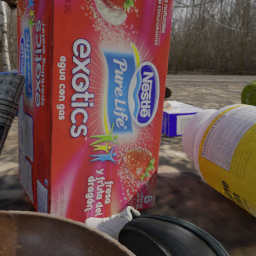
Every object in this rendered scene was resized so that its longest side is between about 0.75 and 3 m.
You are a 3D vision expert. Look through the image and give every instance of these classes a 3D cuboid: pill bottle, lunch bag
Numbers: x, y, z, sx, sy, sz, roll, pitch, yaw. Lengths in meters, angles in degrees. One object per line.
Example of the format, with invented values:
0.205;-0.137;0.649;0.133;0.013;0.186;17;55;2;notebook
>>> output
1.578;0.371;3.389;1.218;1.218;2.174;-4;14;-18;pill bottle
-3.452;-1.509;10.499;1.751;1.705;2.577;5;15;21;lunch bag

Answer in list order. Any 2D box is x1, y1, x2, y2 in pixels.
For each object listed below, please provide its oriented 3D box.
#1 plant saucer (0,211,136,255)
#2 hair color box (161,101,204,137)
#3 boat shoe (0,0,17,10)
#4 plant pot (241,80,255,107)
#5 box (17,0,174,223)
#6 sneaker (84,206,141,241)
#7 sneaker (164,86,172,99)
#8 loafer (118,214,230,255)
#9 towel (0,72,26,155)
-1.118;1.257;1.096;2.866;0.494;2.866;-2;14;1;plant saucer
1.225;-0.316;7.728;1.100;0.653;2.013;-4;12;-15;hair color box
-3.055;-3.821;7.789;1.035;1.033;2.797;-36;-11;26;boat shoe
4.741;-1.078;9.086;1.740;1.807;1.807;-17;18;-16;plant pot
-0.495;-0.513;3.382;1.381;2.894;1.443;-4;13;-33;box
-0.062;0.938;2.757;0.804;0.399;0.313;4;13;16;sneaker
1.232;-1.873;14.308;2.073;0.730;0.783;3;13;11;sneaker
0.403;1.084;1.654;0.652;0.657;1.804;-13;17;-32;loafer
-2.153;0.242;3.130;1.981;1.907;0.342;6;-16;25;towel
